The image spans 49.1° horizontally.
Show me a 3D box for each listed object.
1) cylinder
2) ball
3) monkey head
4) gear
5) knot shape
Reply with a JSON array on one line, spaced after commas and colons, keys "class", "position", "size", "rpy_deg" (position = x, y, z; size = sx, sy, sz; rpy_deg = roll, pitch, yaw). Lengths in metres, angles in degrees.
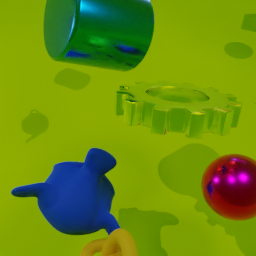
[{"class": "cylinder", "position": [-0.397, -1.337, 3.629], "size": [1.078, 1.078, 1.078], "rpy_deg": [1, 50, -36]}, {"class": "ball", "position": [1.428, 0.782, 3.740], "size": [0.875, 0.875, 0.875], "rpy_deg": [0, 56, 0]}, {"class": "monkey head", "position": [-0.681, 0.956, 4.120], "size": [1.778, 1.279, 1.072], "rpy_deg": [28, 46, -10]}, {"class": "gear", "position": [0.612, -0.301, 3.585], "size": [1.534, 0.284, 1.534], "rpy_deg": [3, 21, -1]}, {"class": "knot shape", "position": [-0.293, 1.703, 3.556], "size": [1.118, 1.047, 0.517], "rpy_deg": [-38, 89, 6]}]
